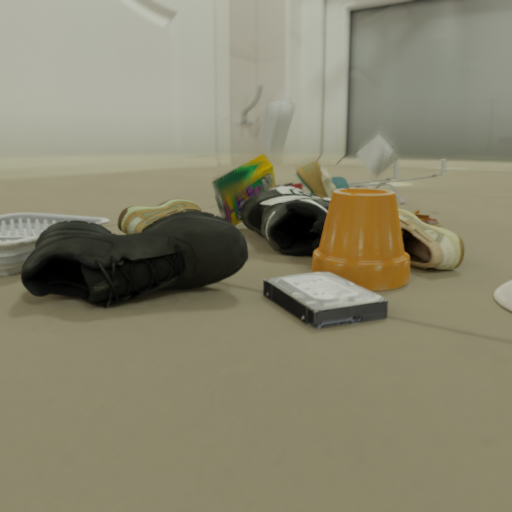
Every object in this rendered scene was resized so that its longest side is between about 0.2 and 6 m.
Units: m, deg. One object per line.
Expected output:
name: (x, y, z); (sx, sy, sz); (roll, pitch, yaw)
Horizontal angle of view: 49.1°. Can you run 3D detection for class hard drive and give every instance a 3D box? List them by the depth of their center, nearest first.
hard drive: (0.957, 0.602, 8.201); (1.179, 0.319, 1.688); (-6, 15, -22)

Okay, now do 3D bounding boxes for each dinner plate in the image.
dinner plate: (4.977, 0.523, 8.139); (2.813, 0.341, 2.813); (-3, 12, 1)

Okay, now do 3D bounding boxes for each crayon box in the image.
crayon box: (-0.250, -1.557, 13.726); (1.449, 0.490, 1.680); (-32, -23, -10)

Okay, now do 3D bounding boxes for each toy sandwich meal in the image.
toy sandwich meal: (4.198, -0.970, 14.622); (1.239, 0.424, 1.239); (0, 13, 0)

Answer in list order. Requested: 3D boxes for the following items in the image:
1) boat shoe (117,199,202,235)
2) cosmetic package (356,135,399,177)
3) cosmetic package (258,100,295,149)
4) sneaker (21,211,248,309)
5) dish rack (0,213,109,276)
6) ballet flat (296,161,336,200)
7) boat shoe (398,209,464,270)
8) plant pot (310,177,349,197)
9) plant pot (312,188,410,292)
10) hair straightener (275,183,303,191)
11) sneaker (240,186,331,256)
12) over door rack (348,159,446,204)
boat shoe: (-2.028, -0.747, 13.121); (0.927, 0.872, 2.433); (26, 28, 31)
cosmetic package: (2.800, -2.303, 12.880); (0.561, 0.679, 0.560); (16, 37, -58)
cosmetic package: (0.444, -2.906, 12.371); (0.394, 0.972, 0.548); (35, 36, 29)
sneaker: (-1.846, 0.186, 8.524); (3.464, 1.316, 1.572); (-6, 22, 4)
dish rack: (-4.825, -0.293, 11.162); (2.786, 0.707, 3.246); (4, 14, 21)
ballet flat: (1.478, -1.453, 12.312); (0.587, 0.639, 1.862); (-36, -32, 9)
boat shoe: (2.792, -0.334, 10.941); (0.847, 0.941, 2.609); (-6, 20, -27)
plant pot: (2.234, -1.581, 16.103); (1.185, 1.185, 0.798); (-7, 58, -28)
plant pot: (1.796, -0.350, 9.574); (1.664, 1.524, 1.664); (0, 13, 0)
hair straightener: (0.860, -2.383, 20.866); (0.901, 0.479, 2.340); (7, 19, 30)
sneaker: (0.640, -0.758, 11.944); (1.689, 1.241, 3.734); (-11, 18, -39)
over door rack: (4.151, -2.168, 17.839); (2.288, 1.031, 3.097); (-8, -6, -32)
